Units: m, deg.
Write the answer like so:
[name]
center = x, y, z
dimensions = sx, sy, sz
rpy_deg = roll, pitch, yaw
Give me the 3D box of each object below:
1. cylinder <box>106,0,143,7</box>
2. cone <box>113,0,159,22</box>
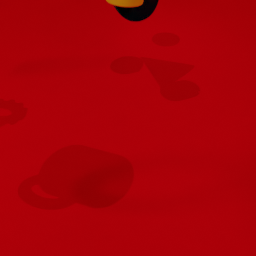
[cylinder]
center = -0.043, -2.966, 5.664
dimensions = 0.789, 0.789, 0.789
rpy_deg = 3, 40, -3
[cone]
center = -0.223, -3.416, 6.999
dimensions = 1.460, 1.460, 1.466
rpy_deg = -31, 32, -25
